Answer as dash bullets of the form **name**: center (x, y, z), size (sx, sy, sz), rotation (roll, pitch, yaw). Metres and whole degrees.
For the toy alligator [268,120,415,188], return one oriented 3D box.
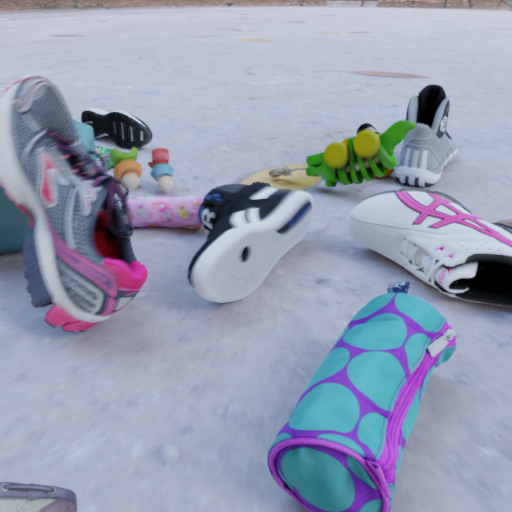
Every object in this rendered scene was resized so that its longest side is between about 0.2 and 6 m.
- **toy alligator**: center (1.607, -1.675, 10.609), size (3.046, 0.827, 0.903), rotation (-16, -5, 32)

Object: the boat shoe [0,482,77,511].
- **boat shoe**: center (-2.311, 2.076, 4.410), size (1.788, 0.643, 0.579), rotation (2, 23, -2)

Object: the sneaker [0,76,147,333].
- **sneaker**: center (-2.265, -0.812, 7.109), size (1.266, 3.390, 1.367), rotation (-29, -15, 26)

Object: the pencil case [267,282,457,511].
- **pencil case**: center (1.113, 1.291, 5.286), size (1.147, 1.057, 2.483), rotation (-19, 15, 38)

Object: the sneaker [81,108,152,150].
- **sneaker**: center (-3.270, -3.179, 13.573), size (2.310, 0.854, 0.916), rotation (23, 32, 35)

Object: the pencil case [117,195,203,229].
- **pencil case**: center (-1.586, -0.758, 9.443), size (1.408, 0.616, 0.616), rotation (1, 29, 3)

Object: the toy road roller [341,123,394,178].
- **toy road roller**: center (2.209, -1.952, 11.563), size (1.400, 1.022, 0.860), rotation (-36, 27, 12)

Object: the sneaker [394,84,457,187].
- **sneaker**: center (3.738, -2.780, 11.838), size (1.165, 1.793, 3.105), rotation (10, 31, 17)

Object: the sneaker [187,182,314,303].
- **sneaker**: center (-0.447, -0.290, 8.230), size (1.559, 1.018, 2.788), rotation (16, 32, 29)

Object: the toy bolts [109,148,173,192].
- **toy bolts**: center (-2.168, -1.489, 10.754), size (1.173, 1.120, 0.813), rotation (-8, 63, -23)

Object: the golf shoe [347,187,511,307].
- **golf shoe**: center (2.625, -0.123, 7.766), size (3.130, 1.136, 1.441), rotation (17, 34, 28)

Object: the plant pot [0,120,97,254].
- **plant pot**: center (-4.020, -1.269, 8.838), size (2.829, 1.999, 1.998), rotation (-2, 34, -8)

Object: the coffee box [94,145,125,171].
- **coffee box**: center (-3.493, -2.172, 12.331), size (1.154, 0.254, 0.709), rotation (17, 34, 28)
